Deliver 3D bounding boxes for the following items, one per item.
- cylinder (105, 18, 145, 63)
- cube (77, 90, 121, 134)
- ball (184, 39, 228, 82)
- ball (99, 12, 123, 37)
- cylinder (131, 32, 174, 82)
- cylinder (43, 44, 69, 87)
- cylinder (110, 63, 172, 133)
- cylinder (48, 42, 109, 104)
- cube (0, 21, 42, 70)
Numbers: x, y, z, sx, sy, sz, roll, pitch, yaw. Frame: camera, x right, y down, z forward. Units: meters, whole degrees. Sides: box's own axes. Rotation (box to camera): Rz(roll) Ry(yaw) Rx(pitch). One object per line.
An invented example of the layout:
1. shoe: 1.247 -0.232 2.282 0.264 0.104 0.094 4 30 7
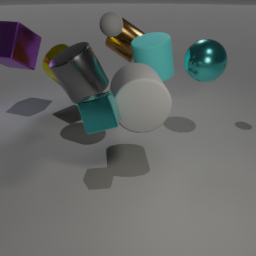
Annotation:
1. cylinder: -0.054 -3.834 12.299 1.400 1.400 1.400 35 31 -2
2. cube: -0.604 -0.357 6.111 0.700 0.700 0.700 -13 15 8
3. ball: 2.560 -2.217 9.277 1.400 1.400 1.400 0 27 0
4. ball: -0.488 -3.043 8.240 0.700 0.700 0.700 0 27 0
5. cylinder: 0.906 -2.542 10.154 1.400 1.400 1.400 -8 36 6
6. cylinder: -2.307 -2.287 10.827 1.400 1.400 1.400 40 42 18
7. cylinder: 0.273 -0.799 7.142 1.400 1.400 1.400 -3 28 -5
8. cylinder: -1.506 -1.714 8.746 1.400 1.400 1.400 -20 34 15
9. cube: -4.481 -3.193 10.925 1.400 1.400 1.400 10 -3 19
